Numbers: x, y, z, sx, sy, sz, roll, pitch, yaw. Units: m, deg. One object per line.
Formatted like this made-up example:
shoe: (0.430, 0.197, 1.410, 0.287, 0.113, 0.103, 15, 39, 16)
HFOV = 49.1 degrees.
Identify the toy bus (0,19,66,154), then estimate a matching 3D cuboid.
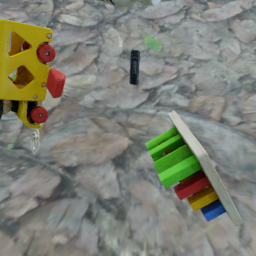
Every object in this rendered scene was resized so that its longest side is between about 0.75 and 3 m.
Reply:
toy bus: (-1.631, -0.677, 3.903, 0.900, 1.644, 1.743, 0, 64, -36)

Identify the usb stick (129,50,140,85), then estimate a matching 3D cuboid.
usb stick: (0.150, -1.366, 6.359, 0.221, 0.795, 0.130, 8, 26, 13)

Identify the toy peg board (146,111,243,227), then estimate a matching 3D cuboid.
toy peg board: (0.756, 0.581, 3.615, 0.583, 1.186, 1.191, -30, 26, 7)

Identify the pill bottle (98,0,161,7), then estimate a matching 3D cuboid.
pill bottle: (-0.515, -4.027, 7.004, 2.910, 1.615, 1.615, 21, 56, 14)
